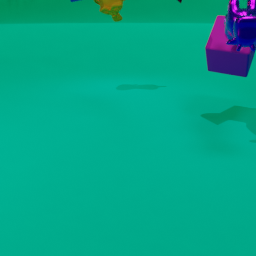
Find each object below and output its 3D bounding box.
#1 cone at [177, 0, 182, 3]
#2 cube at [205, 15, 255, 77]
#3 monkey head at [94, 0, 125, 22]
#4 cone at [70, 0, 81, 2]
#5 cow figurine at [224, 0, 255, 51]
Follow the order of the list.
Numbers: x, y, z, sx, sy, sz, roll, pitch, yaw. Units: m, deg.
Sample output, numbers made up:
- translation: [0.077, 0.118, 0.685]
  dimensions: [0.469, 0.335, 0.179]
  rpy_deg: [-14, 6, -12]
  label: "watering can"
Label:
- translation: [1.148, -3.342, 6.602]
  dimensions: [0.972, 0.976, 0.972]
  rpy_deg: [-8, -17, -2]
  label: "cone"
- translation: [2.975, -2.317, 7.992]
  dimensions: [1.160, 1.160, 1.160]
  rpy_deg: [16, -16, 25]
  label: "cube"
- translation: [-0.569, -4.748, 10.812]
  dimensions: [1.540, 0.928, 1.108]
  rpy_deg: [-6, -19, 20]
  label: "monkey head"
- translation: [-1.441, -5.063, 10.337]
  dimensions: [1.117, 1.113, 1.113]
  rpy_deg: [16, 22, -4]
  label: "cone"
- translation: [2.520, -2.194, 6.226]
  dimensions: [0.773, 1.386, 1.409]
  rpy_deg: [3, -9, 9]
  label: "cow figurine"
